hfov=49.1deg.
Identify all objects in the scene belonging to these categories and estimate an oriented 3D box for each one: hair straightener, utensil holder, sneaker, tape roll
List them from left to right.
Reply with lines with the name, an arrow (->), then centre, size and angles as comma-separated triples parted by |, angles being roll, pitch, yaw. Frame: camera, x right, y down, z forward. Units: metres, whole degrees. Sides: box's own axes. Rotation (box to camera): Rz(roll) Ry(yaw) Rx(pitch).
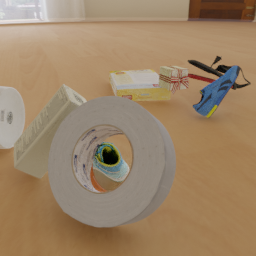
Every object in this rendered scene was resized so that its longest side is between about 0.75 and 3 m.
utensil holder -> -3.977, -0.314, 7.257 | 2.022, 1.718, 1.718 | 4, 26, 5
sneaker -> -0.698, 0.515, 6.050 | 1.537, 1.004, 0.611 | 22, 65, 20
tape roll -> -0.309, 0.574, 4.900 | 2.187, 2.187, 0.722 | 14, -7, 27
sneaker -> 2.830, -1.281, 9.013 | 0.758, 1.933, 0.637 | 35, 6, 7
hair straightener -> 3.527, -2.172, 10.642 | 2.873, 1.106, 0.588 | 11, 9, -17

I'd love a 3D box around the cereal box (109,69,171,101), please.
cereal box -> 0.379, -1.818, 11.576 | 2.063, 0.567, 2.867 | -3, 26, -8

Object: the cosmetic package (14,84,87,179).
cosmetic package -> -1.683, 0.067, 6.207 | 0.692, 1.893, 0.980 | 34, 13, -35

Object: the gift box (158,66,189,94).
gift box -> 1.670, -1.734, 10.059 | 0.845, 0.916, 0.855 | -13, 26, -24
